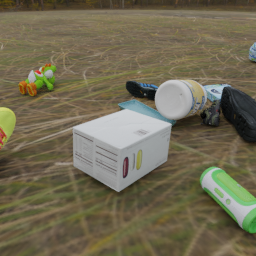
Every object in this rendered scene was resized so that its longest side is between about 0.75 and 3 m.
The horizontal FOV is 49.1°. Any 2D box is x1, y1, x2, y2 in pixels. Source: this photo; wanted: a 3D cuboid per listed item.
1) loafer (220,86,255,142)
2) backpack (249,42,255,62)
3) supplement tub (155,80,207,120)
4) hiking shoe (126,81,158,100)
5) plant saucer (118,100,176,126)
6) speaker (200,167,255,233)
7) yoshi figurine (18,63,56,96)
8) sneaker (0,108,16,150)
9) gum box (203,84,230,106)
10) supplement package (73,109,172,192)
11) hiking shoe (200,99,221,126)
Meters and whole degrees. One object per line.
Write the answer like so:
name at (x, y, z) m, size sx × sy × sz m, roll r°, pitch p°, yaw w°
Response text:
loafer at (3.630, -0.497, 8.637) m, size 0.981 × 0.949 × 2.794 m, roll 0°, pitch 32°, yaw -4°
backpack at (7.496, -4.076, 15.306) m, size 1.638 × 1.259 × 1.336 m, roll 7°, pitch 44°, yaw 40°
supplement tub at (1.740, -0.930, 8.912) m, size 1.200 × 1.200 × 1.659 m, roll 19°, pitch 19°, yaw 32°
hiking shoe at (0.640, -1.478, 10.978) m, size 1.551 × 0.577 × 0.672 m, roll 24°, pitch 27°, yaw 21°
plant saucer at (0.572, -0.456, 9.316) m, size 0.771 × 0.209 × 2.205 m, roll -18°, pitch 34°, yaw -31°
speaker at (2.029, 1.347, 5.457) m, size 0.621 × 0.621 × 1.405 m, roll -11°, pitch 30°, yaw -20°
yoshi figurine at (-3.598, -1.912, 11.648) m, size 1.026 × 1.030 × 1.832 m, roll -29°, pitch 19°, yaw 46°
sneaker at (-3.248, 0.439, 6.346) m, size 1.155 × 1.000 × 2.559 m, roll -5°, pitch 40°, yaw 28°
gum box at (3.659, -1.308, 10.797) m, size 1.181 × 0.310 × 1.390 m, roll -7°, pitch 29°, yaw -13°
supplement package at (-0.109, 0.406, 6.602) m, size 1.457 × 1.037 × 1.871 m, roll 22°, pitch 29°, yaw 35°
hiking shoe at (2.660, -0.537, 9.063) m, size 0.618 × 0.465 × 1.227 m, roll 1°, pitch 37°, yaw 22°
